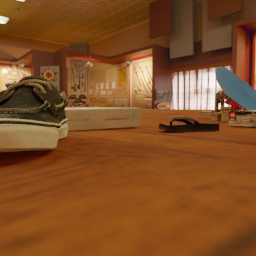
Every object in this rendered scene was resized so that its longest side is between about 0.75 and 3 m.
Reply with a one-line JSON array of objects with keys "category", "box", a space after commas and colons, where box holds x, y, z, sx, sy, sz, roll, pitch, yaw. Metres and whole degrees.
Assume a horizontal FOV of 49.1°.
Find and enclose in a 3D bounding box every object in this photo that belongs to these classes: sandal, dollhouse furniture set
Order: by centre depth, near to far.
[{"category": "sandal", "box": [1.439, -0.100, 6.716, 1.611, 0.345, 0.613, -2, 5, -22]}, {"category": "dollhouse furniture set", "box": [3.799, -0.994, 12.020, 2.037, 1.280, 2.303, -4, 6, -44]}]

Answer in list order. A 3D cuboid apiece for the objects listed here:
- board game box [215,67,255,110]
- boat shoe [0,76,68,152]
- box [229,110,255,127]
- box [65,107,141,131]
[{"category": "board game box", "box": [4.268, -1.204, 10.853, 2.758, 0.537, 2.179, 33, 40, -11]}, {"category": "boat shoe", "box": [-1.515, -0.255, 4.191, 1.064, 1.047, 2.951, 0, 5, -6]}, {"category": "box", "box": [4.338, -0.291, 8.291, 2.387, 0.476, 1.634, -4, 6, -42]}, {"category": "box", "box": [-1.280, -0.338, 8.257, 2.202, 0.582, 2.825, -3, 5, -31]}]
